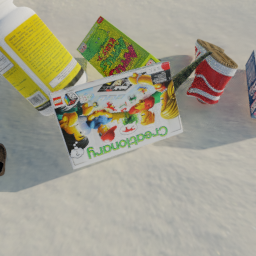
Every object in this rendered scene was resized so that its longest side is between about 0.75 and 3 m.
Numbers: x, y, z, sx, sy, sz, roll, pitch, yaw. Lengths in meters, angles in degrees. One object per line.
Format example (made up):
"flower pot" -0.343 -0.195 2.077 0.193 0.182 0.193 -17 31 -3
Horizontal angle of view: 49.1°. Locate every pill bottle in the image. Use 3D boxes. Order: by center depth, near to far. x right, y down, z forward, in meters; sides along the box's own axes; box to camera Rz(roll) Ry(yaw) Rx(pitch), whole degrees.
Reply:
"pill bottle" -2.528 -1.870 7.063 1.657 2.947 1.657 -31 26 18

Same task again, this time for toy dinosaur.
"toy dinosaur" 0.897 -1.190 7.761 2.923 0.694 1.288 -49 58 6

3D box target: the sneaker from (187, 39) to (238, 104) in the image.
"sneaker" 2.273 -1.644 8.247 0.914 1.443 2.566 15 31 -7

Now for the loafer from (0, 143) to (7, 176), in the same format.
"loafer" -3.134 0.771 6.869 0.300 0.292 0.823 -6 84 -21

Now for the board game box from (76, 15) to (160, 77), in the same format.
"board game box" -0.363 -2.079 8.055 1.289 0.604 2.537 -51 54 12

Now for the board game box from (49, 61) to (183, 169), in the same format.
"board game box" -0.213 -0.352 6.871 2.950 1.863 0.511 -18 16 -12

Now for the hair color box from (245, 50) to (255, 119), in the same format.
"hair color box" 4.044 -1.201 7.940 1.106 0.669 2.212 12 53 3
